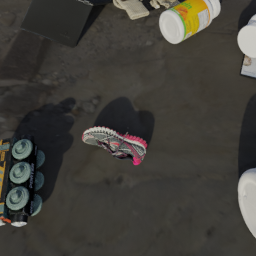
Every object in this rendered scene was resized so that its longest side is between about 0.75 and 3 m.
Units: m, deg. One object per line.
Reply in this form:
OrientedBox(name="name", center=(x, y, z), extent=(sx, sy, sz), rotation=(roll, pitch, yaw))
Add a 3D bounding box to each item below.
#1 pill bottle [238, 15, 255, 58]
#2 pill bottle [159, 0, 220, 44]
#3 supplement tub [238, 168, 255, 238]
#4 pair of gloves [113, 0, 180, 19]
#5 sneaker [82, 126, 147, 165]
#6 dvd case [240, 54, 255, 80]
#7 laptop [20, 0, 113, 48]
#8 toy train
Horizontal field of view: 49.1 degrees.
OrientedBox(name="pill bottle", center=(5.605, -3.837, 10.580), extent=(2.887, 1.619, 1.619), rotation=(-32, 64, -19))
OrientedBox(name="pill bottle", center=(2.508, -4.421, 11.130), extent=(2.327, 1.292, 1.292), rotation=(-33, 64, -19))
OrientedBox(name="supplement tub", center=(4.516, 1.767, 7.035), extent=(2.881, 1.901, 1.901), rotation=(-9, 59, -5))
OrientedBox(name="pair of gloves", center=(0.769, -5.692, 12.393), extent=(2.775, 0.487, 2.360), rotation=(-25, 58, -18))
OrientedBox(name="sneaker", center=(-0.444, 0.509, 8.440), extent=(1.984, 0.800, 0.741), rotation=(13, 62, 7))
OrientedBox(name="dvd case", center=(4.732, -2.318, 10.553), extent=(0.864, 0.106, 1.212), rotation=(17, 61, 10))
OrientedBox(name="laptop", center=(-2.601, -4.951, 12.137), extent=(2.721, 1.684, 2.907), rotation=(24, 33, 13))
OrientedBox(name="toy train", center=(-3.205, 1.425, 7.792), extent=(1.488, 1.112, 2.611), rotation=(-11, 61, 8))
